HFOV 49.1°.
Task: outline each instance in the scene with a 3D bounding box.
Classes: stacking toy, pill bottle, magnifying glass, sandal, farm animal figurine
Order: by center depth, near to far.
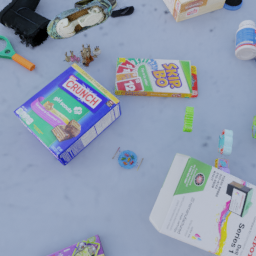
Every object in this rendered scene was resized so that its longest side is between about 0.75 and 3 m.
[{"bbox_3d":[2.624,0.896,7.687,2.251,0.702,2.986,7,76,2],"label":"stacking toy"},{"bbox_3d":[-1.533,-2.409,9.514,1.032,0.538,1.021,17,55,15],"label":"farm animal figurine"},{"bbox_3d":[4.091,-3.057,9.656,0.718,0.718,1.279,9,68,4],"label":"pill bottle"},{"bbox_3d":[-4.102,-2.588,9.721,2.153,0.241,0.857,33,70,13],"label":"magnifying glass"},{"bbox_3d":[-0.200,-4.381,10.520,0.966,0.207,0.367,-20,68,-9],"label":"sandal"}]

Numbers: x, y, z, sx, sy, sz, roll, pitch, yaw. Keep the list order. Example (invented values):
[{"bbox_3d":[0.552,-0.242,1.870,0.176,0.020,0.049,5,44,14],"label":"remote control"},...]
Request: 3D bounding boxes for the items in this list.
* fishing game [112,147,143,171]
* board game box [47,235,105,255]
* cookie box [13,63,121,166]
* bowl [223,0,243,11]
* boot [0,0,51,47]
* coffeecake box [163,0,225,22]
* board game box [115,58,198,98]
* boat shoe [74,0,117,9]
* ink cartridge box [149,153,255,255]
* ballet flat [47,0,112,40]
[{"bbox_3d":[-0.016,0.916,8.226,0.844,0.131,0.604,27,66,12],"label":"fishing game"},{"bbox_3d":[-1.400,3.517,7.016,1.744,0.282,1.047,-19,72,-9],"label":"board game box"},{"bbox_3d":[-1.739,-0.463,8.397,2.045,0.898,2.390,41,72,18],"label":"cookie box"},{"bbox_3d":[3.984,-4.890,10.769,0.856,0.168,0.856,0,66,0],"label":"bowl"},{"bbox_3d":[-3.398,-4.066,10.055,1.799,0.812,2.195,35,78,17],"label":"boot"},{"bbox_3d":[2.236,-5.493,10.608,1.979,0.942,2.578,-21,68,-9],"label":"coffeecake box"},{"bbox_3d":[0.959,-1.662,9.255,2.718,0.407,1.298,3,67,-1],"label":"board game box"},{"bbox_3d":[-1.202,-4.620,10.438,1.669,0.549,0.596,-20,68,-9],"label":"boat shoe"},{"bbox_3d":[2.039,1.921,6.672,2.485,1.043,1.799,24,85,-9],"label":"ink cartridge box"},{"bbox_3d":[-1.341,-2.819,7.426,1.949,0.724,0.724,-22,66,16],"label":"ballet flat"}]
